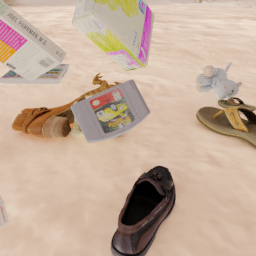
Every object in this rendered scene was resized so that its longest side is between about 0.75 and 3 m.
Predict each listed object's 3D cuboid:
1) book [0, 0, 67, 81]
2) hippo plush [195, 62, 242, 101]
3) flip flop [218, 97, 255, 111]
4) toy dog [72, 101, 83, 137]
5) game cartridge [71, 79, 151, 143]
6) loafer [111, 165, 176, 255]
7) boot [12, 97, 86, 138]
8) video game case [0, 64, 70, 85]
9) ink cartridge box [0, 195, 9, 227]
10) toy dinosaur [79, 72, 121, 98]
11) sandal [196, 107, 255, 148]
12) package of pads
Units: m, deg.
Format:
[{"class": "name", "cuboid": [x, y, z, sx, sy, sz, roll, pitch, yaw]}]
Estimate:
[{"class": "book", "cuboid": [-2.252, -1.668, 4.966, 1.332, 1.994, 0.479, -9, 52, 47]}, {"class": "hippo plush", "cuboid": [3.549, -1.589, 10.882, 1.698, 1.352, 1.365, -11, 55, -34]}, {"class": "flip flop", "cuboid": [3.898, -0.893, 10.038, 0.563, 0.400, 1.388, -22, 27, -33]}, {"class": "toy dog", "cuboid": [-0.783, -0.161, 8.382, 1.466, 1.023, 1.421, 4, -6, 11]}, {"class": "game cartridge", "cuboid": [-0.252, -0.246, 4.550, 1.148, 0.764, 0.235, -26, -7, -10]}, {"class": "loafer", "cuboid": [0.417, 1.413, 5.514, 0.896, 0.785, 2.493, 11, 31, 19]}, {"class": "boot", "cuboid": [-2.398, -0.464, 8.922, 1.753, 0.835, 2.266, 5, 27, 16]}, {"class": "video game case", "cuboid": [-4.320, -2.610, 13.316, 2.639, 0.313, 2.403, 1, 29, 1]}, {"class": "ink cartridge box", "cuboid": [-2.697, 1.680, 5.273, 0.761, 0.556, 0.321, -22, 36, -34]}, {"class": "toy dinosaur", "cuboid": [-0.967, -1.440, 10.628, 2.902, 0.877, 1.541, -11, 32, -19]}, {"class": "sandal", "cuboid": [3.438, -0.153, 8.328, 1.201, 0.808, 2.991, -21, 35, -33]}, {"class": "package of pads", "cuboid": [-0.289, -3.147, 8.108, 0.947, 2.144, 2.776, -2, -20, 34]}]
